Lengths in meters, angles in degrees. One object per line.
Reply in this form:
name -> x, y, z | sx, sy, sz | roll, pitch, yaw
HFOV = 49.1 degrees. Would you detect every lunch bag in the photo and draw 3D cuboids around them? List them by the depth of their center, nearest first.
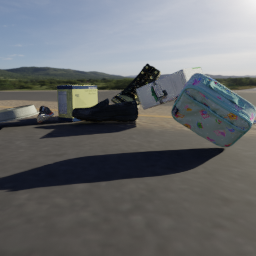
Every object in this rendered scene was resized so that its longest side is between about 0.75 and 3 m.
lunch bag -> 1.621, -0.334, 5.495 | 1.512, 0.583, 1.212 | 32, -28, 6

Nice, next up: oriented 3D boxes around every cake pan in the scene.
cake pan -> -3.462, -0.426, 8.333 | 1.550, 0.284, 1.550 | -10, 11, 2

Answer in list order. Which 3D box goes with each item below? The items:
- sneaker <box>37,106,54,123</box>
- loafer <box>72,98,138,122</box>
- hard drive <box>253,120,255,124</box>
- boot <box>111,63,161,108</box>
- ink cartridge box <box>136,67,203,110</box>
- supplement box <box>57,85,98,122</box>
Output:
sneaker -> -2.855, -0.500, 9.358 | 0.446, 0.474, 1.157 | -30, 7, 2
loafer -> -0.735, -0.588, 9.152 | 2.166, 0.760, 0.736 | -1, -7, -7
hard drive -> 3.311, -0.140, 8.282 | 0.828, 0.105, 0.546 | -2, -6, -17
boot -> 0.403, -1.793, 12.055 | 1.033, 2.162, 2.862 | 36, 13, 8
ink cartridge box -> 1.529, -1.392, 9.887 | 2.003, 0.845, 1.463 | -19, 1, 40
supplement box -> -1.786, -0.913, 9.999 | 0.818, 1.217, 1.218 | 7, 11, 38
